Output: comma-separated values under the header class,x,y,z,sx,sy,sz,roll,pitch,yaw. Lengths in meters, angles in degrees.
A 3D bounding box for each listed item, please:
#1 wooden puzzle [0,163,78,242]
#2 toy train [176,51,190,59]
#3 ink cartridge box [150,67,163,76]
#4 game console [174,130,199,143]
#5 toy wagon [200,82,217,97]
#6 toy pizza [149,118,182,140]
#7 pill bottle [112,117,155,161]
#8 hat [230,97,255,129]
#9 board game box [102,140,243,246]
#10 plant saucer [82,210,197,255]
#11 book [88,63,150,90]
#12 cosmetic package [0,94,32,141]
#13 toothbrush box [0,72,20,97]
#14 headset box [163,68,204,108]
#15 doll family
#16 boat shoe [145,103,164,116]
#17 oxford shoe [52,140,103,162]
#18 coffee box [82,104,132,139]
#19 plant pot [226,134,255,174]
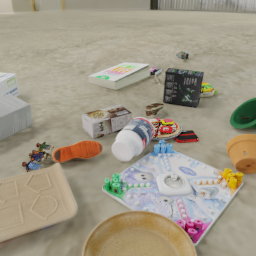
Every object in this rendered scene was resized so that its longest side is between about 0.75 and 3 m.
class,x,y,z,sx,sy,sz,roll,pitch,yaw
wooden puzzle,-2.529,1.868,6.857,2.242,0.519,2.076,-17,32,-19
toy train,3.792,-5.037,19.413,0.560,0.419,0.983,-27,38,-24
ink cartridge box,1.584,-3.384,16.606,0.588,0.230,1.243,15,30,25
game console,2.056,0.299,10.057,0.824,0.128,0.728,-3,26,-7
toy wagon,3.461,-1.988,13.898,1.456,0.371,1.877,-4,29,-8
toy pizza,1.150,-0.042,10.382,1.674,0.265,1.674,-3,26,1
pill bottle,0.164,0.372,9.057,0.944,0.944,1.578,13,33,23
hat,5.153,-0.157,10.788,1.869,1.645,1.548,-40,23,12
board game box,1.257,1.463,7.669,2.869,0.371,2.870,23,36,35
plant saucer,0.221,2.605,5.569,2.246,0.398,2.246,0,29,0
book,-0.451,-2.902,15.386,1.970,0.708,2.948,19,36,35
cosmetic package,-4.813,-0.237,9.927,1.317,1.112,2.465,28,41,26
toothbrush box,-6.682,-1.802,12.801,2.591,1.115,1.886,9,30,13
headset box,2.486,-1.787,12.397,1.681,1.464,0.780,10,31,18
doll family,-2.807,0.886,8.660,0.663,0.450,1.147,12,34,10
boat shoe,1.066,-0.736,11.445,0.436,0.437,1.181,13,21,38
oxford shoe,-1.592,0.706,8.799,1.593,0.568,0.581,-6,-2,-23
coffee box,-0.764,-0.268,10.485,1.656,0.661,0.936,-16,33,-27
plant pot,3.502,0.824,8.234,1.107,1.107,0.775,5,46,9
